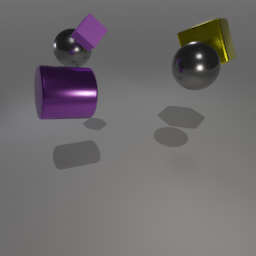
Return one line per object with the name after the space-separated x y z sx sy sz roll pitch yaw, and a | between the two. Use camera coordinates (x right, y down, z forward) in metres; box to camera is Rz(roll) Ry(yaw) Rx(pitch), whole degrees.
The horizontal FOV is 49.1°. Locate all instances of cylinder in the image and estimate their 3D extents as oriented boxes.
-1.691 -0.939 7.519 1.400 1.400 1.400 -3 28 -26 | cylinder

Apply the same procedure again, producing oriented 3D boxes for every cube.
-1.171 -2.851 8.407 0.700 0.700 0.700 -56 23 -10 | cube
2.720 -2.816 9.597 1.400 1.400 1.400 -11 12 33 | cube

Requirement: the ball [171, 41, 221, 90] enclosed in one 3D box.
1.981 -1.806 8.205 1.400 1.400 1.400 0 29 0 | ball

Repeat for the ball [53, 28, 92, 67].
-2.032 -2.916 10.291 1.400 1.400 1.400 0 29 0 | ball
